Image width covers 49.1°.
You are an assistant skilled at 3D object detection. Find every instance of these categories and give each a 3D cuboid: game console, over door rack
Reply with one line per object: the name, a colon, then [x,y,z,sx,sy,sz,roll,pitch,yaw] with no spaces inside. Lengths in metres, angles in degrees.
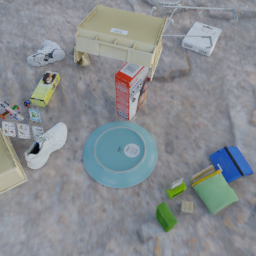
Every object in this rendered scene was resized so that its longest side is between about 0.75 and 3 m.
game console: [3.646,1.288,9.883,0.997,0.691,1.168,-33,58,16]
over door rack: [1.887,-3.457,8.828,2.446,1.807,0.815,10,79,-6]

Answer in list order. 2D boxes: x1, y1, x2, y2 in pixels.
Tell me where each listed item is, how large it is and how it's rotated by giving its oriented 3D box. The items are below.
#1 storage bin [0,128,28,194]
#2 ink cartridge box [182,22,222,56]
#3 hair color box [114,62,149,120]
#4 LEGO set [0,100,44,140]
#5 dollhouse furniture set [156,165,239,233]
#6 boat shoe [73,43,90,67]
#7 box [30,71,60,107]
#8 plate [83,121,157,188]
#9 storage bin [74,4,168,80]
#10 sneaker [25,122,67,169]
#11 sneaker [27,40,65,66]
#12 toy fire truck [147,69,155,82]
storage bin: [-4.941,1.241,9.382,2.204,1.033,2.188,-28,61,-16]
ink cartridge box: [3.500,-4.243,13.233,1.380,0.429,1.715,24,57,15]
hair color box: [0.142,-1.422,10.358,0.697,2.179,1.208,31,63,17]
LEGO set: [-4.051,-0.308,10.533,1.510,0.496,2.022,10,43,-39]
dollhouse furniture set: [2.157,2.135,8.759,2.774,1.071,1.386,-25,61,-14]
boat shoe: [-2.088,-3.310,12.604,0.497,0.549,1.541,9,49,-37]
box: [-3.397,-1.631,11.554,0.598,0.398,1.590,11,59,7]
plate: [-0.287,0.810,10.048,2.725,0.348,2.725,0,57,0]
storage bin: [-0.135,-2.252,7.272,2.000,0.937,1.986,15,44,5]
sneaker: [-2.849,0.531,9.921,0.739,0.864,1.983,24,60,15]
sneaker: [-3.741,-3.357,12.531,1.656,0.622,0.952,-19,59,-17]
toy fire truck: [0.725,-2.309,12.008,0.640,0.427,0.762,35,64,-1]
